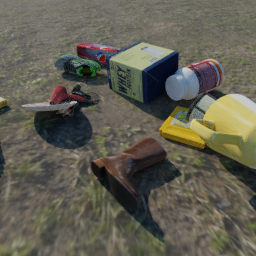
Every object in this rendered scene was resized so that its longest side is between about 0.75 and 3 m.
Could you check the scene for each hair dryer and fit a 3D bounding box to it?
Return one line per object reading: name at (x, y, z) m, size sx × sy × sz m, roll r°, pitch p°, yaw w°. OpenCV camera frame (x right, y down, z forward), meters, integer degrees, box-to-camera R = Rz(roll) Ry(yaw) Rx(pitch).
hair dryer at (-2.700, -1.548, 13.064) m, size 2.306 × 0.626 × 1.756 m, roll -26°, pitch 41°, yaw -37°

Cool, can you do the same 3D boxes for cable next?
cable at (-2.510, -0.888, 12.412) m, size 0.670 × 0.347 × 1.380 m, roll 10°, pitch 37°, yaw 23°

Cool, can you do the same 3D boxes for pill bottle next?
pill bottle at (3.166, -2.259, 13.372) m, size 2.712 × 1.532 × 1.532 m, roll -23°, pitch 41°, yaw -30°

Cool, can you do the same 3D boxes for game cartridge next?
game cartridge at (2.458, -0.100, 11.301) m, size 1.848 × 0.340 × 2.097 m, roll 16°, pitch 37°, yaw 22°

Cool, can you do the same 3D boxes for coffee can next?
coffee can at (3.227, -0.319, 10.309) m, size 1.773 × 1.297 × 1.297 m, roll 39°, pitch 49°, yaw 24°

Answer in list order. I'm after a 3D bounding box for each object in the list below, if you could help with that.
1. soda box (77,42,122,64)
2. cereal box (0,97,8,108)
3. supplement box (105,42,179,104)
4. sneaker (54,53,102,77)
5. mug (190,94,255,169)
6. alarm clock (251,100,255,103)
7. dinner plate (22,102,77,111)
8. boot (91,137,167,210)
soda box at (-1.787, -4.603, 17.358) m, size 2.754 × 0.873 × 0.964 m, roll 15°, pitch 36°, yaw 22°
cereal box at (-6.473, -1.175, 12.888) m, size 1.491 × 0.295 × 1.073 m, roll 20°, pitch 39°, yaw 26°
supplement box at (0.730, -2.828, 13.852) m, size 2.549 × 1.713 × 2.551 m, roll 27°, pitch 48°, yaw 34°
sneaker at (-2.862, -3.442, 15.541) m, size 2.664 × 1.039 × 1.135 m, roll 7°, pitch 35°, yaw 9°
mug at (3.597, 0.326, 8.898) m, size 2.654 × 2.126 × 2.179 m, roll -26°, pitch 27°, yaw -7°
alarm clock at (4.882, -0.382, 11.324) m, size 2.344 × 0.780 × 1.581 m, roll -27°, pitch 43°, yaw -36°
dinner plate at (-3.329, -0.937, 12.033) m, size 2.290 × 0.278 × 2.290 m, roll -3°, pitch 10°, yaw 1°
boot at (0.477, 1.260, 8.998) m, size 2.607 × 0.837 × 2.430 m, roll -19°, pitch 39°, yaw -32°
